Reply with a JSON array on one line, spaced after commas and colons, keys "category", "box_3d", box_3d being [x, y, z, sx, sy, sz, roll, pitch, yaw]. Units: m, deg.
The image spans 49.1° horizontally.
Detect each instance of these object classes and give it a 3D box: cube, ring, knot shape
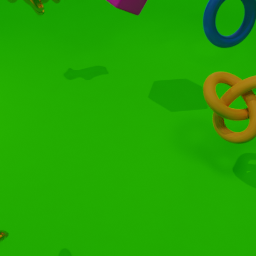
[{"category": "cube", "box_3d": [-0.113, -3.580, 6.645, 1.169, 1.169, 1.169, 42, 27, 15]}, {"category": "ring", "box_3d": [2.739, -2.963, 7.490, 1.615, 1.615, 0.323, -13, 30, -14]}, {"category": "knot shape", "box_3d": [2.110, -0.364, 5.367, 1.443, 1.350, 0.667, 6, 11, 5]}]

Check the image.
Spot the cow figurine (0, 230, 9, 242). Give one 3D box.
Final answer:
[{"category": "cow figurine", "box_3d": [-1.972, 1.033, 3.340, 0.677, 1.233, 1.214, -25, 88, -31]}]

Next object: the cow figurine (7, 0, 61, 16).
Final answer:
[{"category": "cow figurine", "box_3d": [-2.786, -3.928, 7.968, 1.385, 1.363, 0.760, -41, 14, -8]}]
